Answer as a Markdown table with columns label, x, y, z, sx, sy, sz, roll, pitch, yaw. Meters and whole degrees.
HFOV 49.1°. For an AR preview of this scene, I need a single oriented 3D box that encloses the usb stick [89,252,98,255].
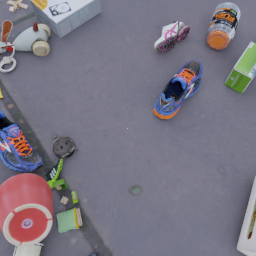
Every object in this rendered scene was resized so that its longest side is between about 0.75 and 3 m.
| label | x | y | z | sx | sy | sz | roll | pitch | yaw |
| --- | --- | --- | --- | --- | --- | --- | --- | --- | --- |
| usb stick | -1.470 | 4.115 | 7.993 | 1.515 | 0.247 | 0.420 | -28 | 68 | -13 |

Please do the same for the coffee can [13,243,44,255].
| label | x | y | z | sx | sy | sz | roll | pitch | yaw |
| --- | --- | --- | --- | --- | --- | --- | --- | --- | --- |
| coffee can | -2.885 | 3.762 | 7.871 | 0.768 | 0.768 | 1.050 | 7 | 64 | 3 |

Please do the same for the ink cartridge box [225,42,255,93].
| label | x | y | z | sx | sy | sz | roll | pitch | yaw |
| --- | --- | --- | --- | --- | --- | --- | --- | --- | --- |
| ink cartridge box | 4.533 | -2.526 | 10.209 | 0.804 | 2.123 | 1.569 | 33 | 68 | 15 |

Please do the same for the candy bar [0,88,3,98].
| label | x | y | z | sx | sy | sz | roll | pitch | yaw |
| --- | --- | --- | --- | --- | --- | --- | --- | --- | --- |
| candy bar | -5.112 | -1.613 | 10.878 | 0.301 | 0.134 | 1.206 | -19 | 66 | -9 |

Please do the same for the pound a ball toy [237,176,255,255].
| label | x | y | z | sx | sy | sz | roll | pitch | yaw |
| --- | --- | --- | --- | --- | --- | --- | --- | --- | --- |
| pound a ball toy | 4.250 | 2.990 | 8.224 | 1.794 | 1.169 | 2.752 | 32 | 66 | -13 |

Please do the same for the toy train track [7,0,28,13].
| label | x | y | z | sx | sy | sz | roll | pitch | yaw |
| --- | --- | --- | --- | --- | --- | --- | --- | --- | --- |
| toy train track | -4.978 | -6.075 | 12.987 | 1.030 | 0.292 | 1.795 | 18 | 65 | 8 |

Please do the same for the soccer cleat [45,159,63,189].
| label | x | y | z | sx | sy | sz | roll | pitch | yaw |
| --- | --- | --- | --- | --- | --- | --- | --- | --- | --- |
| soccer cleat | -2.460 | 1.477 | 9.248 | 0.418 | 0.349 | 1.032 | 13 | 67 | 9 |

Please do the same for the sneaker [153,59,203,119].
| label | x | y | z | sx | sy | sz | roll | pitch | yaw |
| --- | --- | --- | --- | --- | --- | --- | --- | --- | --- |
| sneaker | 1.985 | -1.557 | 10.308 | 1.055 | 1.099 | 2.801 | 30 | 68 | 13 |

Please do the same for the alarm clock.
| label | x | y | z | sx | sy | sz | roll | pitch | yaw |
| --- | --- | --- | --- | --- | --- | --- | --- | --- | --- |
| alarm clock | -2.294 | 0.578 | 9.686 | 0.760 | 0.375 | 1.127 | -40 | 67 | -18 |

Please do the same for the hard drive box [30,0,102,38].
| label | x | y | z | sx | sy | sz | roll | pitch | yaw |
| --- | --- | --- | --- | --- | --- | --- | --- | --- | --- |
| hard drive box | -2.663 | -5.334 | 12.269 | 2.380 | 0.914 | 1.855 | -41 | 71 | -18 |

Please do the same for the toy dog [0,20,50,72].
| label | x | y | z | sx | sy | sz | roll | pitch | yaw |
| --- | --- | --- | --- | --- | --- | --- | --- | --- | --- |
| toy dog | -4.379 | -3.581 | 11.190 | 2.691 | 1.296 | 1.775 | -28 | 67 | -13 |

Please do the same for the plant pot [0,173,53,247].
| label | x | y | z | sx | sy | sz | roll | pitch | yaw |
| --- | --- | --- | --- | --- | --- | --- | --- | --- | --- |
| plant pot | -2.823 | 2.300 | 7.727 | 1.703 | 1.507 | 1.703 | -6 | 105 | -24 |

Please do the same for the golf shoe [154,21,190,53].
| label | x | y | z | sx | sy | sz | roll | pitch | yaw |
| --- | --- | --- | --- | --- | --- | --- | --- | --- | --- |
| golf shoe | 1.678 | -3.802 | 11.674 | 0.900 | 0.709 | 1.954 | 39 | 61 | 22 |

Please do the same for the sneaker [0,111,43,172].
| label | x | y | z | sx | sy | sz | roll | pitch | yaw |
| --- | --- | --- | --- | --- | --- | --- | --- | --- | --- |
| sneaker | -3.788 | 0.436 | 9.140 | 2.674 | 1.049 | 1.007 | 37 | 33 | 15 |

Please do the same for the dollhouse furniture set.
| label | x | y | z | sx | sy | sz | roll | pitch | yaw |
| --- | --- | --- | --- | --- | --- | --- | --- | --- | --- |
| dollhouse furniture set | -1.927 | 2.389 | 8.646 | 0.751 | 0.580 | 1.503 | -15 | 64 | -5 |

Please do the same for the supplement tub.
| label | x | y | z | sx | sy | sz | roll | pitch | yaw |
| --- | --- | --- | --- | --- | --- | --- | --- | --- | --- |
| supplement tub | 3.932 | -4.206 | 11.618 | 1.097 | 1.097 | 1.790 | 19 | 65 | 9 |
